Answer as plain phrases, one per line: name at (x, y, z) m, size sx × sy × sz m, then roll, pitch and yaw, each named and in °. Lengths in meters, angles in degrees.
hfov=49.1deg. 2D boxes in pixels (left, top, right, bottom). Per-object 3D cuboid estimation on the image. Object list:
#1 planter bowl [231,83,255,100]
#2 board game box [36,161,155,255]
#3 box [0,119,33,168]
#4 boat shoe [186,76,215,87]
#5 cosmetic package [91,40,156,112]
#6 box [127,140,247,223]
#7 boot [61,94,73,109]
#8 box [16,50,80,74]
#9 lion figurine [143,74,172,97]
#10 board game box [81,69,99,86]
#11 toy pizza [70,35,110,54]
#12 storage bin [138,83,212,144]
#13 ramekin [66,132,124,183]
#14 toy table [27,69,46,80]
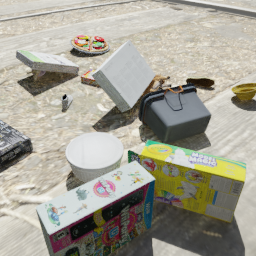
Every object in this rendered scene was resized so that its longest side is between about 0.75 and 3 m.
planter bowl at (5.043, -1.504, 11.942) m, size 1.186 × 0.494 × 1.186 m, roll -13°, pitch 22°, yaw 5°
board game box at (-0.594, 2.006, 6.172) m, size 2.408 × 1.776 × 0.774 m, roll -23°, pitch 42°, yaw -28°
box at (-4.378, 0.505, 9.320) m, size 1.902 × 0.473 × 1.500 m, roll 24°, pitch 43°, yaw 29°
boat shoe at (3.396, -2.243, 13.079) m, size 1.319 × 0.483 × 0.413 m, roll 11°, pitch 41°, yaw 15°
cosmetic package at (-0.086, -2.131, 11.285) m, size 0.648 × 1.890 × 2.507 m, roll -19°, pitch 27°, yaw 44°
box at (1.365, 1.316, 7.204) m, size 2.834 × 1.663 × 0.685 m, roll 12°, pitch 41°, yaw 16°
boot at (-2.547, -1.237, 11.708) m, size 0.360 × 0.468 × 0.979 m, roll 0°, pitch 36°, yaw 1°
box at (-3.904, -3.221, 13.712) m, size 2.512 × 0.456 × 1.813 m, roll -3°, pitch 29°, yaw -45°
lion figurine at (1.114, -1.727, 12.176) m, size 1.228 × 0.726 × 2.005 m, roll 5°, pitch 38°, yaw 41°
board game box at (-1.502, -2.419, 13.480) m, size 1.231 × 0.285 × 0.932 m, roll 16°, pitch 39°, yaw 21°
toy pizza at (-2.251, -5.117, 16.751) m, size 2.431 × 0.385 × 2.431 m, roll 8°, pitch 38°, yaw -6°
storage bin at (1.774, -0.511, 9.937) m, size 2.291 × 1.667 × 1.539 m, roll -15°, pitch 49°, yaw -20°
ramekin at (-0.986, 0.930, 8.470) m, size 1.712 × 0.797 × 1.712 m, roll 1°, pitch 36°, yaw 0°
toy table at (-4.488, -2.747, 13.625) m, size 0.844 × 0.776 × 0.494 m, roll -15°, pitch 14°, yaw 29°
